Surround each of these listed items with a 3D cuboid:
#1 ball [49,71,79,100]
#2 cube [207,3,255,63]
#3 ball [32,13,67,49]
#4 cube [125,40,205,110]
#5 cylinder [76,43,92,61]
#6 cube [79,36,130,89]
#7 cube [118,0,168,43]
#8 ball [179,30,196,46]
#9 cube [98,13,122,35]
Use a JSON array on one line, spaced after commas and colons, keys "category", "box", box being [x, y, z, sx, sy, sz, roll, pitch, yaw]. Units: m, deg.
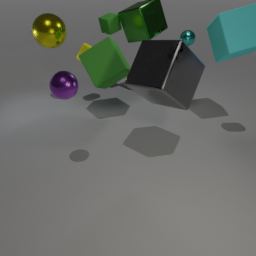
[{"category": "ball", "box": [-1.561, -1.043, 6.842, 0.700, 0.700, 0.700, 0, 28, 0]}, {"category": "cube", "box": [3.807, -3.294, 9.889, 1.400, 1.400, 1.400, -16, 1, -1]}, {"category": "ball", "box": [-3.266, -4.032, 11.667, 1.400, 1.400, 1.400, 0, 28, 0]}, {"category": "cube", "box": [1.035, -1.481, 7.821, 1.400, 1.400, 1.400, 18, -7, 44]}, {"category": "cylinder", "box": [-1.771, -3.190, 12.125, 0.700, 0.700, 0.700, 29, 19, -11]}, {"category": "cube", "box": [-0.837, -2.505, 11.058, 1.400, 1.400, 1.400, -29, 0, 11]}, {"category": "cube", "box": [0.675, -4.778, 12.470, 1.400, 1.400, 1.400, 11, 43, 47]}, {"category": "ball", "box": [2.633, -3.968, 12.383, 0.700, 0.700, 0.700, 0, 28, 0]}, {"category": "cube", "box": [-0.820, -4.780, 12.829, 0.700, 0.700, 0.700, -36, 45, -25]}]
